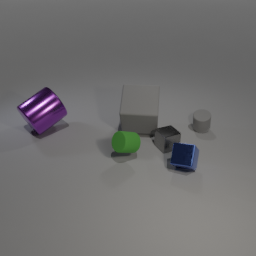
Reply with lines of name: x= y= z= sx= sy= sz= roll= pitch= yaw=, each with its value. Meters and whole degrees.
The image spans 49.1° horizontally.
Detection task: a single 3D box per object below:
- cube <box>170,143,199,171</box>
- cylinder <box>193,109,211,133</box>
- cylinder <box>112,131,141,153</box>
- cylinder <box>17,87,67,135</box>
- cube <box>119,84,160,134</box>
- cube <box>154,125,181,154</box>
cube: x=1.819 y=0.915 z=8.928 sx=0.700 sy=0.700 sz=0.700 roll=5 pitch=-15 yaw=27
cylinder: x=2.976 y=-0.281 z=11.295 sx=0.700 sy=0.700 sz=0.700 roll=-6 pitch=46 yaw=6
cylinder: x=-0.064 y=0.467 z=9.232 sx=0.700 sy=0.700 sz=0.700 roll=6 pitch=18 yaw=-44
cylinder: x=-3.372 y=-0.671 z=11.055 sx=1.400 sy=1.400 sz=1.400 roll=-41 pitch=44 yaw=-19
cube: x=0.479 y=-0.709 z=10.864 sx=1.400 sy=1.400 sz=1.400 roll=3 pitch=60 yaw=6
cube: x=1.439 y=0.405 z=10.235 sx=0.700 sy=0.700 sz=0.700 roll=-12 pitch=31 yaw=-21
